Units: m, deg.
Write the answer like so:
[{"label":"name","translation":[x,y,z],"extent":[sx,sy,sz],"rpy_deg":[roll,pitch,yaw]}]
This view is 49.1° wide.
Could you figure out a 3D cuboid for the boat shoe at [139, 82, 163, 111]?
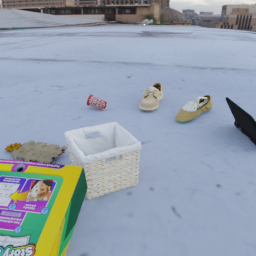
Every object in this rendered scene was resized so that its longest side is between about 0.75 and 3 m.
[{"label":"boat shoe","translation":[1.148,-1.596,13.662],"extent":[0.942,0.884,2.556],"rpy_deg":[7,26,14]}]

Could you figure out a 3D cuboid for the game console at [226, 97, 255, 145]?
[{"label":"game console","translation":[4.791,-0.223,10.263],"extent":[1.944,1.286,2.210],"rpy_deg":[0,26,-6]}]

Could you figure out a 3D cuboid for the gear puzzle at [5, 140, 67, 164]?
[{"label":"gear puzzle","translation":[-3.221,0.835,9.360],"extent":[2.221,0.291,1.151],"rpy_deg":[7,28,21]}]

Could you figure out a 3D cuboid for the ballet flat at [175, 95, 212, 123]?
[{"label":"ballet flat","translation":[2.923,-0.932,12.410],"extent":[0.845,0.776,2.461],"rpy_deg":[22,33,38]}]

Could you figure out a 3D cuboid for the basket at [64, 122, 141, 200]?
[{"label":"basket","translation":[-0.744,0.839,7.991],"extent":[1.710,1.388,1.726],"rpy_deg":[-12,29,-24]}]

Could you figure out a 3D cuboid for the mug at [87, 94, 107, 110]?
[{"label":"mug","translation":[-1.409,-1.204,13.177],"extent":[0.834,0.556,0.740],"rpy_deg":[21,20,12]}]

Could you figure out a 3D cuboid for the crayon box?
[{"label":"crayon box","translation":[-2.619,1.867,5.944],"extent":[2.924,0.852,2.523],"rpy_deg":[4,40,8]}]
